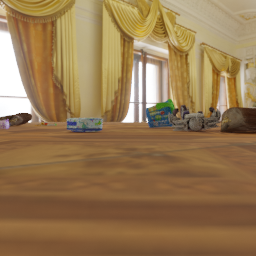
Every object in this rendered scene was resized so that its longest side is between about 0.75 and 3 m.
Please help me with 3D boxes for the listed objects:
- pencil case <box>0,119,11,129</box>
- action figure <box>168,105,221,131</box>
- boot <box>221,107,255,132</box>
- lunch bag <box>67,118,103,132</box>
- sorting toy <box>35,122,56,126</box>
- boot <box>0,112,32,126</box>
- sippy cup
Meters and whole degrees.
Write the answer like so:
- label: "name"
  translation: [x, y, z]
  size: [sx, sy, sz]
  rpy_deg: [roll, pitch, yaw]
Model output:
- label: "pencil case"
  translation: [-4.488, -0.128, 9.594]
  size: [0.804, 0.344, 0.337]
  rpy_deg: [-1, 5, 0]
- label: "action figure"
  translation: [1.939, -0.285, 8.346]
  size: [1.459, 0.778, 2.242]
  rpy_deg: [6, 6, 9]
- label: "boot"
  translation: [3.606, -0.268, 7.601]
  size: [2.756, 0.885, 2.568]
  rpy_deg: [-5, 0, -4]
- label: "lunch bag"
  translation: [-1.167, -0.088, 7.375]
  size: [0.743, 0.381, 0.925]
  rpy_deg: [0, 1, -38]
- label: "sorting toy"
  translation: [-4.465, -0.209, 15.268]
  size: [0.751, 0.182, 1.334]
  rpy_deg: [1, 2, 25]
- label: "boot"
  translation: [-5.691, -0.457, 14.531]
  size: [2.042, 0.704, 2.191]
  rpy_deg: [-17, 8, -35]
- label: "sippy cup"
  translation: [1.307, -0.508, 11.261]
  size: [1.101, 1.503, 1.180]
  rpy_deg: [-11, 30, 1]
